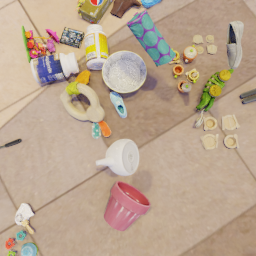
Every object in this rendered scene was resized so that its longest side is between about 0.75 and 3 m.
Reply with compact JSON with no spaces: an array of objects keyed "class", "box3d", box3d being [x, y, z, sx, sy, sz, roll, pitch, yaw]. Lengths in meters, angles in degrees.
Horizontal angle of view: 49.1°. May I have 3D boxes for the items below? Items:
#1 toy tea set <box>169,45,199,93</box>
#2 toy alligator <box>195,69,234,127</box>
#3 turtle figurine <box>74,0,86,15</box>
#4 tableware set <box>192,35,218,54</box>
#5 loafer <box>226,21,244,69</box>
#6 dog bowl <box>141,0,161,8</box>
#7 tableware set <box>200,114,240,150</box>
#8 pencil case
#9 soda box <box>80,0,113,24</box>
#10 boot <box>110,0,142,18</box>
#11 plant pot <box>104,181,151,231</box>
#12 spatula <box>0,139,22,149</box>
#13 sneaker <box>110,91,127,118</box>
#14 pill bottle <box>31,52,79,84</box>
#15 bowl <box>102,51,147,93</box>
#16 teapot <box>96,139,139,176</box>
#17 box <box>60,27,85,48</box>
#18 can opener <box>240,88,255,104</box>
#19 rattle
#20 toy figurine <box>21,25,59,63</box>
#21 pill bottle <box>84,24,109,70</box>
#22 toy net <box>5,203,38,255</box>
[{"class":"toy tea set","box3d":[2.431,-2.522,11.753,1.226,0.763,2.062,-12,80,-2]},{"class":"toy alligator","box3d":[3.321,-1.393,11.434,0.702,0.969,2.923,33,81,6]},{"class":"turtle figurine","box3d":[-2.065,-5.317,12.204,0.345,0.864,1.072,31,76,2]},{"class":"tableware set","box3d":[3.373,-3.670,12.299,1.101,0.128,0.920,-1,80,0]},{"class":"loafer","box3d":[2.851,-2.250,7.641,0.441,0.442,1.263,-13,109,-27]},{"class":"dog bowl","box3d":[1.083,-5.821,12.627,1.063,0.263,0.592,-28,81,-4]},{"class":"tableware set","box3d":[3.805,0.165,11.544,1.707,0.198,1.426,-3,80,-1]},{"class":"pencil case","box3d":[0.766,-2.879,9.104,0.771,0.837,1.812,-29,117,25]},{"class":"soda box","box3d":[-1.156,-5.751,12.368,0.781,0.738,2.305,30,80,5]},{"class":"boot","box3d":[-0.093,-5.374,12.540,1.222,0.442,1.017,23,92,3]},{"class":"plant pot","box3d":[-0.142,2.978,10.457,1.540,1.540,1.378,32,97,6]},{"class":"spatula","box3d":[-5.169,0.762,11.436,1.713,0.176,0.484,-19,74,-6]},{"class":"sneaker","box3d":[-0.373,-1.023,11.606,0.459,0.509,1.243,-29,81,-6]},{"class":"pill bottle","box3d":[-3.007,-2.525,11.626,1.782,1.031,1.031,-14,80,-3]},{"class":"bowl","box3d":[-0.142,-2.195,11.653,1.800,0.845,1.800,0,79,0]},{"class":"teapot","box3d":[-0.218,0.758,7.293,0.751,1.028,1.015,-5,51,34]},{"class":"box","box3d":[-2.457,-3.969,12.304,0.920,0.212,0.731,16,80,3]},{"class":"can opener","box3d":[5.719,-1.510,11.758,1.964,0.657,0.524,-19,82,10]},{"class":"rattle","box3d":[-1.470,-0.948,11.675,2.510,1.793,1.634,41,109,-11]},{"class":"toy figurine","box3d":[-3.647,-3.626,11.948,1.411,1.151,1.533,-9,101,-11]},{"class":"pill bottle","box3d":[-1.337,-3.417,11.832,0.949,0.949,1.737,-6,80,-1]},{"class":"toy net","box3d":[-4.083,3.977,10.758,1.108,0.408,2.112,-5,78,2]}]
